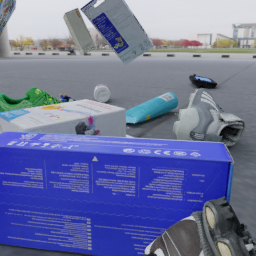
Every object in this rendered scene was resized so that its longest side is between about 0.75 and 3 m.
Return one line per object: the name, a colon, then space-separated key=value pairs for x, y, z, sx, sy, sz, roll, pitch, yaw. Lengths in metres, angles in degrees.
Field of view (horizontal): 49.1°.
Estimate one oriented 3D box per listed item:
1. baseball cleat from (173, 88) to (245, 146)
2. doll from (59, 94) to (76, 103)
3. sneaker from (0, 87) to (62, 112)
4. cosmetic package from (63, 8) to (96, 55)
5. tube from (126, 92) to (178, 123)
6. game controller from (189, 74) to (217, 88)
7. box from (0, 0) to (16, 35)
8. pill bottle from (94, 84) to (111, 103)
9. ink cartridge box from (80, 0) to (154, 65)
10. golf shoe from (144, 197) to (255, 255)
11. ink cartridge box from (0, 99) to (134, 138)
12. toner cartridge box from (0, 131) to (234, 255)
baseball cleat: x=2.070 y=-0.205 z=6.981 sx=1.569 sy=1.028 sz=2.948 roll=16 pitch=28 yaw=18
doll: x=-2.375 y=-1.116 z=10.941 sx=0.666 sy=0.237 sz=0.976 roll=-2 pitch=21 yaw=-36
sneaker: x=-2.261 y=-0.526 z=7.446 sx=2.624 sy=1.097 sz=0.972 roll=-1 pitch=16 yaw=-6
cosmetic package: x=-1.314 y=-2.588 z=7.586 sx=0.399 sy=1.122 sz=0.590 roll=-28 pitch=18 yaw=-12
tube: x=0.654 y=-0.564 z=8.652 sx=0.918 sy=0.597 sz=2.370 roll=4 pitch=20 yaw=45
game controller: x=4.108 y=-2.603 z=15.445 sx=1.313 sy=0.530 sz=2.517 roll=2 pitch=17 yaw=7
box: x=-2.592 y=-2.287 z=5.257 sx=0.411 sy=1.490 sz=2.182 roll=28 pitch=-16 yaw=-19
pill bottle: x=-1.036 y=-1.440 z=11.320 sx=0.648 sy=0.648 sz=1.170 roll=-1 pitch=17 yaw=-4
ink cartridge box: x=-0.268 y=-2.909 z=8.013 sx=1.083 sy=2.178 sz=0.427 roll=-27 pitch=42 yaw=20
golf shoe: x=0.574 y=1.447 z=1.712 sx=1.004 sy=0.826 sz=2.124 roll=-27 pitch=22 yaw=13
ink cartridge box: x=-1.122 y=0.011 z=5.956 sx=2.711 sy=0.920 sz=1.561 roll=-14 pitch=22 yaw=-39
toner cartridge box: x=-0.275 y=0.727 z=3.053 sx=2.547 sy=1.210 sz=0.550 roll=3 pitch=17 yaw=9
